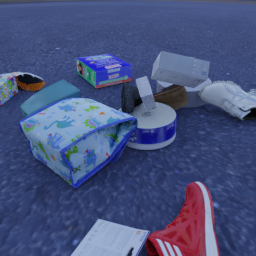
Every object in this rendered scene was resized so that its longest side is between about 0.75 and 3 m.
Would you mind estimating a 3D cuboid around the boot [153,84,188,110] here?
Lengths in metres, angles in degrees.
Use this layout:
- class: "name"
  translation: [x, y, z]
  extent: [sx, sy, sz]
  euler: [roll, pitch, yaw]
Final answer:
- class: "boot"
  translation: [1.140, -0.938, 11.500]
  extent: [2.827, 1.067, 1.041]
  euler: [-22, 6, 0]

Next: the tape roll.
- class: "tape roll"
  translation: [2.586, -1.847, 13.096]
  extent: [2.498, 0.825, 2.498]
  euler: [0, 30, 0]

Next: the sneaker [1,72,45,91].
- class: "sneaker"
  translation: [-5.254, -2.482, 14.151]
  extent: [2.416, 0.915, 1.111]
  euler: [7, 28, 9]

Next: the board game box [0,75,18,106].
- class: "board game box"
  translation: [-5.929, -1.720, 12.827]
  extent: [0.871, 0.887, 1.691]
  euler: [6, 32, 11]

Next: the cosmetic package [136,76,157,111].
- class: "cosmetic package"
  translation: [0.618, -1.100, 9.269]
  extent: [0.391, 1.545, 0.638]
  euler: [-15, 75, 8]

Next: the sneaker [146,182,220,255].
- class: "sneaker"
  translation: [1.147, 2.139, 6.333]
  extent: [1.460, 0.990, 2.528]
  euler: [3, 30, 3]

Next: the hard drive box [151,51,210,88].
- class: "hard drive box"
  translation: [1.841, -2.059, 10.114]
  extent: [1.748, 0.671, 1.362]
  euler: [11, -7, -6]

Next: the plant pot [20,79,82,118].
- class: "plant pot"
  translation: [-2.886, -0.688, 10.709]
  extent: [2.014, 1.422, 1.423]
  euler: [-29, 41, -26]

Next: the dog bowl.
- class: "dog bowl"
  translation: [0.667, -0.149, 10.203]
  extent: [2.179, 0.858, 2.179]
  euler: [-1, 30, 0]

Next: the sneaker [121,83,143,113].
- class: "sneaker"
  translation: [0.209, -1.124, 10.343]
  extent: [0.900, 0.753, 1.982]
  euler: [10, 31, -6]

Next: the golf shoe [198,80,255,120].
- class: "golf shoe"
  translation: [4.315, -1.006, 11.256]
  extent: [2.924, 1.145, 1.421]
  euler: [11, 48, 3]

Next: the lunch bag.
- class: "lunch bag"
  translation: [-1.459, 0.118, 8.864]
  extent: [2.425, 1.817, 2.852]
  euler: [26, 50, 35]

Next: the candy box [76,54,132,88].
- class: "candy box"
  translation: [-1.320, -3.157, 15.133]
  extent: [2.145, 0.977, 2.537]
  euler: [-15, 33, -27]

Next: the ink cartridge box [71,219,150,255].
- class: "ink cartridge box"
  translation: [-0.396, 2.621, 5.910]
  extent: [1.397, 0.284, 1.394]
  euler: [2, 28, 31]
